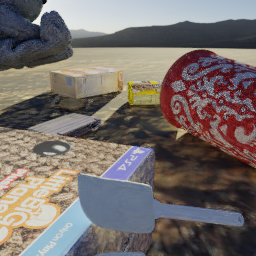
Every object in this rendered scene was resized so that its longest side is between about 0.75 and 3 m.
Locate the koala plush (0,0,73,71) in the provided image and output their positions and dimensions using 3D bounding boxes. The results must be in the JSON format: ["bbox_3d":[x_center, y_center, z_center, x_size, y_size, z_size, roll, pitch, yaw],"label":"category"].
[{"bbox_3d":[-2.876,-2.935,7.225,2.339,2.545,2.257,-17,7,-10],"label":"koala plush"}]

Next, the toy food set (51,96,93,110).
[{"bbox_3d":[-1.796,-0.739,9.043,1.238,0.248,0.855,6,26,1],"label":"toy food set"}]

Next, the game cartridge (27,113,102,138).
[{"bbox_3d":[-1.508,-0.010,6.792,1.017,0.301,1.569,7,20,32],"label":"game cartridge"}]

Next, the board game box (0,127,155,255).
[{"bbox_3d":[-1.197,0.910,2.626,2.440,1.182,1.946,7,20,21],"label":"board game box"}]

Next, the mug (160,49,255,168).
[{"bbox_3d":[2.442,-0.429,5.577,2.577,1.937,2.903,-9,24,-21],"label":"mug"}]

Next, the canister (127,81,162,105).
[{"bbox_3d":[0.884,-1.225,9.594,1.759,0.761,1.306,-2,19,-3],"label":"canister"}]

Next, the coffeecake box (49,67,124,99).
[{"bbox_3d":[-1.645,-1.905,11.368,2.379,0.869,1.826,-18,26,-42],"label":"coffeecake box"}]

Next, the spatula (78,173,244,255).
[{"bbox_3d":[0.381,1.063,1.992,1.768,1.229,0.142,19,-35,-33],"label":"spatula"}]
